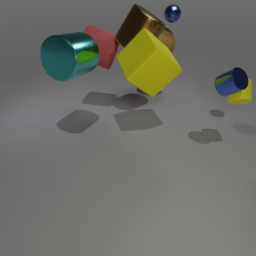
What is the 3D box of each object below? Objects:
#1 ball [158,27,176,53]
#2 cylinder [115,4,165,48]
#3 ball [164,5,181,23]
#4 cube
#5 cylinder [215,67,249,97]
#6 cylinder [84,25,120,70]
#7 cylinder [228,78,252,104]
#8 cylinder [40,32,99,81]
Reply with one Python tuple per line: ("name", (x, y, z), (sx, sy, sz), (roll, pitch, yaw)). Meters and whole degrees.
("ball", (1.424, -3.812, 12.545), (1.400, 1.400, 1.400), (0, 31, 0))
("cylinder", (0.443, -3.614, 10.471), (1.400, 1.400, 1.400), (28, 28, -16))
("ball", (1.853, -4.751, 11.650), (0.700, 0.700, 0.700), (0, 31, 0))
("cube", (0.705, -2.206, 9.565), (1.400, 1.400, 1.400), (26, 32, -41))
("cylinder", (3.100, -1.369, 8.406), (0.700, 0.700, 0.700), (-19, -2, -29))
("cylinder", (-1.164, -3.289, 11.465), (1.400, 1.400, 1.400), (21, 31, -5))
("cylinder", (3.593, -1.180, 9.011), (0.700, 0.700, 0.700), (3, -9, 0))
("cylinder", (-1.867, -2.348, 9.122), (1.400, 1.400, 1.400), (13, 26, 21))
